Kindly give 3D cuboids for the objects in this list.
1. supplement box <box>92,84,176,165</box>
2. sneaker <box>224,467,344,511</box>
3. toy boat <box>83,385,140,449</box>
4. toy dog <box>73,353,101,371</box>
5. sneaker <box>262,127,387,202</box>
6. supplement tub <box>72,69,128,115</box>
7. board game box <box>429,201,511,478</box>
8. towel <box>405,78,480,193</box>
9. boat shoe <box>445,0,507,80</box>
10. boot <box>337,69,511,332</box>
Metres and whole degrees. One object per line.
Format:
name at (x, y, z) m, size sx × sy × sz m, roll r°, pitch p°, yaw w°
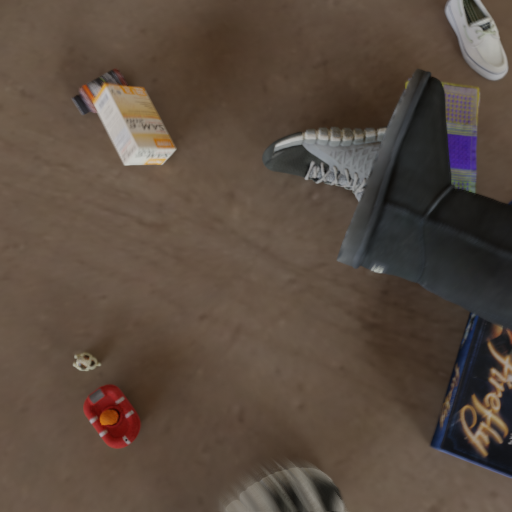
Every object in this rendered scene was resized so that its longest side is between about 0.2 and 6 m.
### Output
supplement box at (-2.059, -2.212, 9.477) m, size 0.495 × 0.848 × 1.345 m, roll -38°, pitch 75°, yaw 37°
sneaker at (-0.195, 3.913, 7.794) m, size 3.138 × 1.272 × 1.179 m, roll -15°, pitch 69°, yaw -29°
toy boat at (-2.187, 2.444, 8.456) m, size 0.633 × 0.634 × 0.971 m, roll -37°, pitch 85°, yaw -9°
toy dog at (-2.674, 1.687, 8.781) m, size 0.399 × 0.412 × 0.287 m, roll 21°, pitch 78°, yaw 5°
sneaker at (1.471, -1.272, 9.239) m, size 2.628 × 0.986 × 1.518 m, roll -7°, pitch 78°, yaw -3°
supplement tub at (-2.731, -2.858, 9.857) m, size 0.949 × 0.508 × 0.508 m, roll -31°, pitch 78°, yaw -6°
board game box at (4.621, 1.450, 8.511) m, size 2.748 × 0.702 × 4.056 m, roll 19°, pitch 79°, yaw 9°
towel at (3.040, -1.922, 9.196) m, size 1.407 × 0.223 × 1.959 m, roll 7°, pitch 84°, yaw -15°
boat shoe at (3.985, -4.018, 10.092) m, size 0.654 × 0.594 × 1.778 m, roll -27°, pitch 78°, yaw -6°
boot at (3.535, -0.646, 8.024) m, size 3.906 × 1.282 × 3.219 m, roll 21°, pitch 81°, yaw 9°
